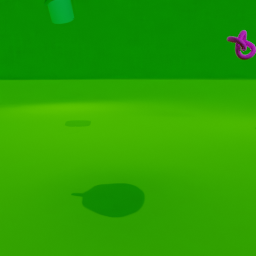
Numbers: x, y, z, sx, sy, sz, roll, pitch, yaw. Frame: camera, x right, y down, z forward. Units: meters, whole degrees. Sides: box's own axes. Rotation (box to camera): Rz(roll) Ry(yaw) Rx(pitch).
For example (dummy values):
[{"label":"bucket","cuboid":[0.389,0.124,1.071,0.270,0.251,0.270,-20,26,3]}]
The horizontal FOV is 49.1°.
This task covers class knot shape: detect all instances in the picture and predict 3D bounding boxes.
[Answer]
[{"label":"knot shape","cuboid":[3.793,-2.859,9.464,0.981,1.049,0.485,14,-30,-28]}]

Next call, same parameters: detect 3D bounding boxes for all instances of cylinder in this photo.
[{"label":"cylinder","cuboid":[-2.595,-4.586,10.764,0.880,0.880,0.880,-4,39,3]}]

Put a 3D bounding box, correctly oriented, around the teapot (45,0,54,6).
[{"label":"teapot","cuboid":[-1.014,-2.765,4.801,0.770,1.574,0.978,9,-13,17]}]
